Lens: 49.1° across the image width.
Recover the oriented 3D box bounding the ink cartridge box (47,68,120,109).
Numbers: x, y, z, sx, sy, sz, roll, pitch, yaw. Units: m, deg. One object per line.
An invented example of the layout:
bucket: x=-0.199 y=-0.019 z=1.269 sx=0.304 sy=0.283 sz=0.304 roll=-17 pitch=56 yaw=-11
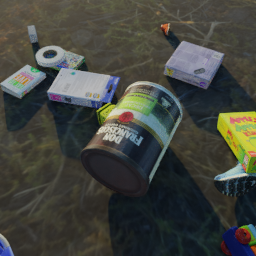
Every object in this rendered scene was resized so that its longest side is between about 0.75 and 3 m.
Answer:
ink cartridge box: x=-1.713 y=-1.579 z=11.187 sx=2.564 sy=0.538 sz=1.530 roll=9 pitch=52 yaw=11

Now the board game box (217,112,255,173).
board game box: x=3.975 y=0.361 z=9.025 sx=1.315 sy=0.616 sz=2.589 roll=-3 pitch=31 yaw=-2

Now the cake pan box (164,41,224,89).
cake pan box: x=2.889 y=-2.816 z=12.161 sx=1.998 sy=0.568 sz=2.170 roll=24 pitch=55 yaw=15

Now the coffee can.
coffee can: x=0.194 y=0.289 z=8.643 sx=2.136 sy=2.136 sz=2.919 roll=21 pitch=54 yaw=16

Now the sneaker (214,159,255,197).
sneaker: x=3.594 y=1.409 z=8.763 sx=2.214 sy=0.868 sz=0.996 roll=-13 pitch=35 yaw=-16

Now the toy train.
toy train: x=3.501 y=3.510 z=6.930 sx=1.339 sy=0.980 sz=2.315 roll=-7 pitch=50 yaw=-23

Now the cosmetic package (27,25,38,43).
cosmetic package: x=-4.639 y=-4.571 z=13.633 sx=0.380 sy=0.450 sz=0.842 roll=-11 pitch=50 yaw=-10

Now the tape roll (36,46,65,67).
tape roll: x=-3.408 y=-3.165 z=12.337 sx=1.255 sy=0.229 sz=1.255 roll=-1 pitch=52 yaw=1

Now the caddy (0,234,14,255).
caddy: x=-3.454 y=3.125 z=6.822 sx=2.105 sy=1.488 sz=1.105 roll=33 pitch=64 yaw=23

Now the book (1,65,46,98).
book: x=-4.309 y=-1.933 z=11.623 sx=1.023 sy=0.368 sz=1.531 roll=26 pitch=54 yaw=16

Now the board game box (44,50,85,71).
board game box: x=-2.916 y=-3.018 z=12.518 sx=1.663 sy=0.242 sz=1.119 roll=22 pitch=54 yaw=17

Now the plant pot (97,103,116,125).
plant pot: x=-0.660 y=-0.405 z=10.111 sx=0.706 sy=0.778 sz=0.774 roll=33 pitch=58 yaw=33

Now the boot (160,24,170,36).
boot: x=1.857 y=-4.901 z=14.001 sx=0.493 sy=0.345 sz=0.919 roll=2 pitch=45 yaw=9
